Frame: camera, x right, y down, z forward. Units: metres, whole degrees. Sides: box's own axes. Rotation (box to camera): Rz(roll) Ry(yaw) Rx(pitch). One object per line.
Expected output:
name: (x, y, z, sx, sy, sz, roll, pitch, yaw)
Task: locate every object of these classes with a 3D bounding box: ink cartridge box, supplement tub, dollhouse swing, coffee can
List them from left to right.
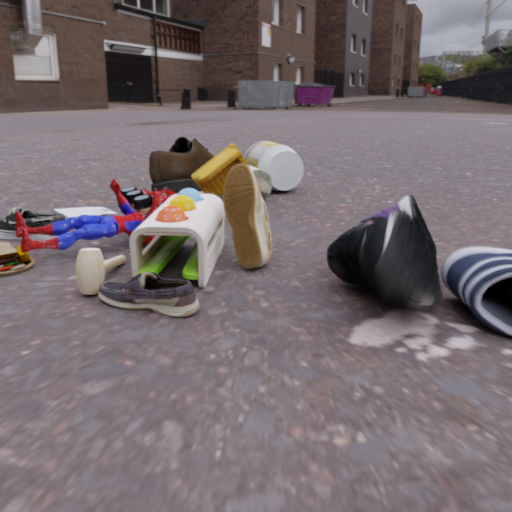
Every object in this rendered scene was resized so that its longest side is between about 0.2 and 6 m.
ink cartridge box: (-3.605, -0.830, 11.858, 1.093, 0.258, 0.875, -7, 18, -38)
dollhouse swing: (-0.697, -1.808, 12.714, 1.217, 1.106, 1.070, -39, 36, -2)
coffee can: (-0.182, -1.852, 14.010, 0.801, 0.801, 1.094, -7, 19, -22)
supplement tub: (0.470, -2.398, 15.002, 1.215, 1.215, 1.683, -6, 19, -19)

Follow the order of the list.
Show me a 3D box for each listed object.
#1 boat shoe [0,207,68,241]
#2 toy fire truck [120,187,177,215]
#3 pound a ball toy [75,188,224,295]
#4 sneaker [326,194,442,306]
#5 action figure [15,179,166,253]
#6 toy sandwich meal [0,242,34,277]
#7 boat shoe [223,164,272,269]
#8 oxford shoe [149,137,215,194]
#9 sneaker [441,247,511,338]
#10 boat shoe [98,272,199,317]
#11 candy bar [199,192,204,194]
boat shoe: (-4.400, -0.637, 10.653, 1.790, 0.570, 0.633, 4, 18, 12)
toy fire truck: (-1.771, -0.960, 11.361, 1.579, 1.016, 1.390, -20, 24, -23)
pound a ball toy: (-1.534, -0.346, 8.816, 1.776, 1.157, 2.723, 2, 17, 5)
sneaker: (1.639, 0.107, 7.681, 1.439, 1.245, 3.287, -23, 3, 21)
action figure: (-2.588, -0.787, 9.552, 2.677, 1.325, 0.874, -3, 35, -33)
toy sandwich meal: (-4.033, 0.042, 8.948, 0.977, 0.335, 0.977, 0, 18, 0)
boat shoe: (-0.103, -0.630, 9.081, 0.626, 1.699, 0.588, -10, -6, 28)
oxford shoe: (-1.442, -2.415, 14.508, 1.234, 1.433, 3.396, -8, 7, 32)
sneaker: (3.814, 0.376, 6.887, 2.729, 0.956, 1.481, -3, 14, 8)
boat shoe: (-1.447, 0.444, 7.449, 1.499, 0.486, 0.539, 8, 23, 25)
candy bar: (-1.922, -1.334, 13.351, 1.818, 0.202, 0.453, -15, 14, -38)
